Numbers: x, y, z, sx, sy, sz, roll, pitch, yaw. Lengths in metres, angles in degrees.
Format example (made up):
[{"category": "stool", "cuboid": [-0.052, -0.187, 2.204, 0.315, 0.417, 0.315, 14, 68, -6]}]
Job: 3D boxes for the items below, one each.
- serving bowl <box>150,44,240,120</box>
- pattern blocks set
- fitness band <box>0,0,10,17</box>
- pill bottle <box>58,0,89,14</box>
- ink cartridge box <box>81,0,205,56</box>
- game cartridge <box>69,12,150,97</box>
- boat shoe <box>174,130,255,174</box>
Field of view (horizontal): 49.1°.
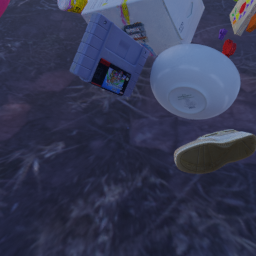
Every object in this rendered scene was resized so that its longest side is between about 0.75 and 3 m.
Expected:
[{"category": "serving bowl", "cuboid": [1.325, -0.791, 5.933, 1.917, 1.917, 0.631, 14, 57, 15]}, {"category": "pattern blocks set", "cuboid": [3.098, -3.173, 7.217, 0.206, 2.548, 2.239, 16, 57, -9]}, {"category": "fitness band", "cuboid": [-3.742, -3.078, 6.160, 2.848, 0.533, 2.045, 28, 86, 24]}, {"category": "pill bottle", "cuboid": [-1.598, -3.928, 8.822, 1.118, 0.583, 0.583, -9, 38, -42]}, {"category": "ink cartridge box", "cuboid": [0.471, -3.227, 7.675, 2.532, 1.831, 1.839, 6, 62, 36]}, {"category": "game cartridge", "cuboid": [-0.274, -1.324, 5.602, 0.350, 1.183, 1.825, 23, 5, 32]}, {"category": "boat shoe", "cuboid": [1.427, 0.366, 4.795, 1.547, 0.570, 0.535, -9, 20, -18]}]
